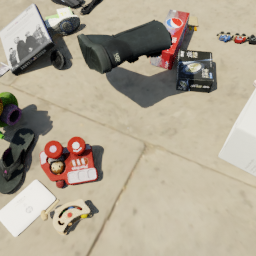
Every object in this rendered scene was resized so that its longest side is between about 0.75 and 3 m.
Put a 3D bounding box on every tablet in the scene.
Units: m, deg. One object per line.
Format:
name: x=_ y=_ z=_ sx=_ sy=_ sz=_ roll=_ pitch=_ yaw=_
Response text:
tablet: x=-2.916 y=2.258 z=8.037 sx=0.948 sy=0.100 sz=1.458 roll=36 pitch=64 yaw=22

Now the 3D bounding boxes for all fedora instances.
fedora: x=-2.720 y=-2.723 z=11.147 sx=0.797 sy=0.797 sz=0.364 roll=39 pitch=33 yaw=23

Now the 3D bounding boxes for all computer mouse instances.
computer mouse: x=-2.540 y=-6.497 z=13.636 sx=2.454 sy=0.565 sz=1.723 roll=30 pitch=62 yaw=18

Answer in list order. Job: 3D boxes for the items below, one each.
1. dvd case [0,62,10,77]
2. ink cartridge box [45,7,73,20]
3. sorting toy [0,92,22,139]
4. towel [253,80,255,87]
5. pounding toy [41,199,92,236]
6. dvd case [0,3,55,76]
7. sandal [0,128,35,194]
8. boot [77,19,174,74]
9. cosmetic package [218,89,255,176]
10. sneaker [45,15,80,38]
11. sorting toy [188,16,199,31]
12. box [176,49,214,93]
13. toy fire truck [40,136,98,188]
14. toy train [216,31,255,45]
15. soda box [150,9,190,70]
dvd case: x=-5.089 y=-2.284 z=11.109 sx=0.561 sy=0.060 sz=0.755 roll=28 pitch=60 yaw=18
ink cartridge box: x=-3.148 y=-5.091 z=12.873 sx=1.210 sy=0.290 sz=0.880 roll=-16 pitch=58 yaw=-13
sorting toy: x=-3.943 y=-0.408 z=8.509 sx=1.033 sy=2.517 sz=1.512 roll=24 pitch=87 yaw=14
towel: x=5.858 y=-1.296 z=10.305 sx=1.880 sy=0.303 sz=1.796 roll=-16 pitch=57 yaw=-11
pounding toy: x=-1.670 y=2.378 z=7.556 sx=1.312 sy=0.753 sz=0.750 roll=-15 pitch=53 yaw=-10
dvd case: x=-4.170 y=-3.646 z=11.363 sx=2.039 sy=0.336 sz=2.713 roll=-34 pitch=58 yaw=10
sandal: x=-3.583 y=0.902 z=8.672 sx=0.856 sy=0.545 sz=2.277 roll=4 pitch=56 yaw=3
boot: x=-0.173 y=-2.625 z=8.783 sx=2.362 sy=1.074 sz=2.812 roll=-23 pitch=30 yaw=-14
cosmetic package: x=4.243 y=0.325 z=8.282 sx=2.214 sy=1.825 sz=1.826 roll=29 pitch=61 yaw=17
sneaker: x=-3.160 y=-4.468 z=12.153 sx=2.239 sy=0.834 sz=0.975 roll=-24 pitch=55 yaw=-16
sorting toy: x=2.837 y=-4.749 z=12.738 sx=0.736 sy=0.132 sz=0.988 roll=4 pitch=56 yaw=-2
box: x=2.523 y=-2.187 z=10.668 sx=1.286 sy=0.676 sz=1.571 roll=7 pitch=56 yaw=5
toy fire truck: x=-1.795 y=1.066 z=8.442 sx=1.631 sy=0.915 sz=1.370 roll=-10 pitch=75 yaw=-5
toy train: x=4.756 y=-3.826 z=12.010 sx=1.907 sy=0.325 sz=0.437 roll=8 pitch=69 yaw=4
soda box: x=1.756 y=-3.702 z=11.566 sx=0.960 sy=0.870 sz=2.743 roll=17 pitch=59 yaw=12
